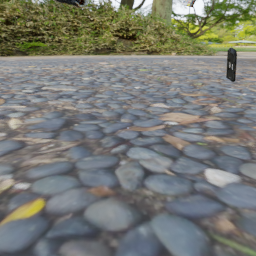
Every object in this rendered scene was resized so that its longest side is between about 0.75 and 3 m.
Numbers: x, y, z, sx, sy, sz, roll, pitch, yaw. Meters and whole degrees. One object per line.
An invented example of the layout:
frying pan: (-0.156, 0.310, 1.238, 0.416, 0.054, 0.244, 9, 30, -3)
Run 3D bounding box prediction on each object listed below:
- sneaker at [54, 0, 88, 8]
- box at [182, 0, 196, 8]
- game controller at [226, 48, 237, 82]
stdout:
sneaker: (-1.212, -2.750, 5.853, 0.341, 0.337, 0.858, 17, 15, 41)
box: (2.272, -4.719, 10.205, 0.151, 0.546, 0.800, 17, 23, -21)
game controller: (3.545, -2.145, 9.549, 0.236, 1.120, 0.584, -12, 30, -6)
